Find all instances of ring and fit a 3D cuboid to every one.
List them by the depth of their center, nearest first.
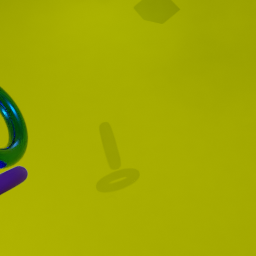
[{"bbox_3d":[-1.710,0.751,3.333,1.053,1.053,0.211,-26,93,-13],"label":"ring"},{"bbox_3d":[-1.924,-0.104,3.854,0.284,1.420,1.420,-25,63,14],"label":"ring"}]
